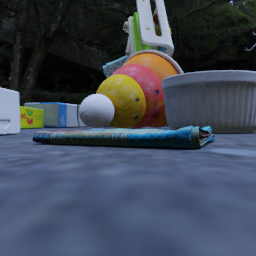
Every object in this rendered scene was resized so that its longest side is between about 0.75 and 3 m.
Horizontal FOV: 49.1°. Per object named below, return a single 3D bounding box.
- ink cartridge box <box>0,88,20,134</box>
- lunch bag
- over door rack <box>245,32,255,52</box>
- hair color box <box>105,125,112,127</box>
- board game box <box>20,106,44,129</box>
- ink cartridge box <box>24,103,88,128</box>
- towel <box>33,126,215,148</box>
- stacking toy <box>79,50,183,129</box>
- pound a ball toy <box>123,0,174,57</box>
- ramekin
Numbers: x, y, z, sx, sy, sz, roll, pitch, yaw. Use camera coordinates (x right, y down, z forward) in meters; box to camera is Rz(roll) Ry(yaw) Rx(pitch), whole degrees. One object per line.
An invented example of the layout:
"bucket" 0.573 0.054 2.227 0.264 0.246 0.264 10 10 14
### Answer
"ink cartridge box" -2.198 -0.205 3.423 1.402 0.602 1.026 -1 1 0
"lunch bag" -0.033 -1.917 9.880 1.289 0.923 1.513 -20 -31 15
"over door rack" 3.791 -2.550 8.090 0.782 0.578 0.261 -29 58 -28
"hair color box" -0.670 -0.247 10.658 0.664 0.402 1.328 0 1 5
"board game box" -2.982 -0.239 6.777 1.138 0.533 2.240 0 1 3
"ink cartridge box" -2.173 -0.383 8.859 1.274 0.735 1.757 0 1 23
"towel" 0.017 0.051 2.203 1.209 0.131 0.887 0 0 23
"stacking toy" -0.053 -0.579 6.328 2.019 2.019 2.763 1 20 37
"pound a ball toy" 0.618 -2.827 8.571 1.142 2.688 1.753 4 -33 -13
"ramekin" 1.408 -0.376 4.701 1.694 0.889 1.694 1 1 0
